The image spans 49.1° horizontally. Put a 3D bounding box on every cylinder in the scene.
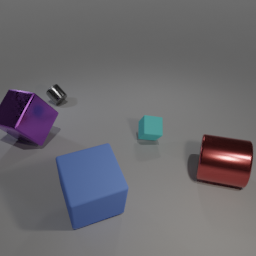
[{"bbox_3d":[-3.320,-1.555,13.045,0.700,0.700,0.700,48,42,1],"label":"cylinder"},{"bbox_3d":[2.860,0.969,8.410,1.400,1.400,1.400,9,32,14],"label":"cylinder"}]

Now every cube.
[{"bbox_3d":[-0.930,1.473,7.123,1.400,1.400,1.400,-14,53,-18],"label":"cube"},{"bbox_3d":[-3.653,-0.374,9.992,1.400,1.400,1.400,11,69,31],"label":"cube"},{"bbox_3d":[0.808,0.008,10.151,0.700,0.700,0.700,7,71,-14],"label":"cube"}]
